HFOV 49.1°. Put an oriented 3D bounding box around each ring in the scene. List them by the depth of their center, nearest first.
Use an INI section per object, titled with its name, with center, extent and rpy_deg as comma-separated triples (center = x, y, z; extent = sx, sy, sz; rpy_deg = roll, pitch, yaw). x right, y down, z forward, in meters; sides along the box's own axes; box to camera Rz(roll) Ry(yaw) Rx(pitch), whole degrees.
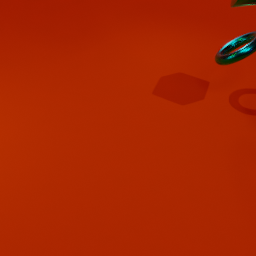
[ring]
center = 3.041, -2.182, 7.658
extent = 1.406, 0.281, 1.406
rpy_deg = -32, 19, 12

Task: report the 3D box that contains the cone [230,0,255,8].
[cone]
center = 2.671, -2.649, 5.448
extent = 0.945, 0.941, 0.941
rpy_deg = 22, 49, 0
